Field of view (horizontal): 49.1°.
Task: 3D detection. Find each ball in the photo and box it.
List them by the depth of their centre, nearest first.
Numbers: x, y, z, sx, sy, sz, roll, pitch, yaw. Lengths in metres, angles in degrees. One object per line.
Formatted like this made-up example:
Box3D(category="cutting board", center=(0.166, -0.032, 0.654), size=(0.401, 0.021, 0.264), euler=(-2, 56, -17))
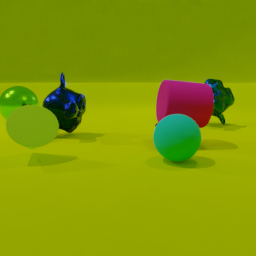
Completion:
Box3D(category="ball", center=(0.897, 0.177, 5.125), size=(0.865, 0.865, 0.865), euler=(0, 10, 0))
Box3D(category="ball", center=(-3.640, -0.765, 9.366), size=(1.276, 1.276, 1.276), euler=(0, 10, 0))

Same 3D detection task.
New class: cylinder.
Box3D(category="cylinder", center=(1.244, -0.536, 6.321), size=(1.017, 1.017, 1.017), euler=(4, 10, -9))

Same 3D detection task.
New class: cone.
Box3D(category="cone", center=(-1.868, 0.191, 5.440), size=(0.915, 0.915, 0.919), euler=(-5, -31, -25))

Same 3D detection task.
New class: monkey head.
Box3D(category="monkey head", center=(-1.700, -0.515, 7.168), size=(1.078, 1.789, 1.287), euler=(20, -3, -1))
Box3D(category="monkey head", center=(2.596, -0.794, 8.781), size=(1.879, 1.132, 1.352), euler=(38, 43, -7))

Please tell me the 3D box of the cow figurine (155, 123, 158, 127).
Box3D(category="cow figurine", center=(1.061, 0.132, 6.474), size=(0.882, 0.492, 0.896), euler=(-4, 21, 10))
